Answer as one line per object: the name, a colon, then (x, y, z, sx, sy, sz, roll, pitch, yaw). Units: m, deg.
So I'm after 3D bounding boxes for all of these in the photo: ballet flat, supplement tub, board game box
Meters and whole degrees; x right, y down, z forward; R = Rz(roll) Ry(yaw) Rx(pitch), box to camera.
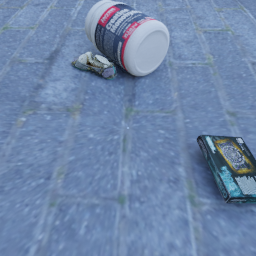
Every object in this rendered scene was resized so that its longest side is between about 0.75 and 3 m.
ballet flat: (-1.125, -2.155, 9.166, 1.812, 0.652, 0.652, 24, 47, 24)
supplement tub: (-0.075, -2.979, 9.129, 1.767, 1.767, 2.518, -29, 53, -29)
board game box: (2.243, 0.812, 5.909, 1.137, 0.237, 1.681, 4, 41, -15)
